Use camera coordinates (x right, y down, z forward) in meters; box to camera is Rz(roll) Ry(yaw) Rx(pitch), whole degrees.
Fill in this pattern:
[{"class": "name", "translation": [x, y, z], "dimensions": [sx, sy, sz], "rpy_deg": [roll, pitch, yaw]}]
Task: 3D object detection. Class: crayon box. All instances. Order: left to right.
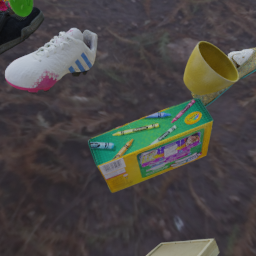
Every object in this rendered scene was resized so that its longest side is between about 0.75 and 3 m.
[{"class": "crayon box", "translation": [0.490, 0.395, 5.591], "dimensions": [2.257, 1.340, 0.657], "rpy_deg": [-21, 56, -4]}]

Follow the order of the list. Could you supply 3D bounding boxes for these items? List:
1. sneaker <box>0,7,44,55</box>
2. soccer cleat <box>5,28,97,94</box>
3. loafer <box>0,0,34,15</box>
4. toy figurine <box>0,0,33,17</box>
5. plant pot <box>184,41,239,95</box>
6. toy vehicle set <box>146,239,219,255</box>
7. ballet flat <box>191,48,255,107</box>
[{"class": "sneaker", "translation": [-3.566, -2.727, 7.123], "dimensions": [2.860, 1.638, 1.093], "rpy_deg": [-38, 35, -21]}, {"class": "soccer cleat", "translation": [-1.285, -1.330, 5.034], "dimensions": [0.768, 0.950, 2.200], "rpy_deg": [31, 32, 10]}, {"class": "loafer", "translation": [-4.052, -3.371, 7.973], "dimensions": [2.844, 0.995, 0.993], "rpy_deg": [-19, 64, -30]}, {"class": "toy figurine", "translation": [-2.465, -2.757, 5.814], "dimensions": [0.797, 0.650, 0.866], "rpy_deg": [11, 78, 23]}, {"class": "plant pot", "translation": [1.120, -0.786, 4.042], "dimensions": [0.751, 0.533, 0.751], "rpy_deg": [20, 47, -23]}, {"class": "toy vehicle set", "translation": [0.494, 2.127, 4.063], "dimensions": [1.734, 1.078, 0.230], "rpy_deg": [-12, 81, -51]}, {"class": "ballet flat", "translation": [2.014, -1.135, 5.546], "dimensions": [1.785, 0.631, 0.631], "rpy_deg": [-38, 57, 20]}]
